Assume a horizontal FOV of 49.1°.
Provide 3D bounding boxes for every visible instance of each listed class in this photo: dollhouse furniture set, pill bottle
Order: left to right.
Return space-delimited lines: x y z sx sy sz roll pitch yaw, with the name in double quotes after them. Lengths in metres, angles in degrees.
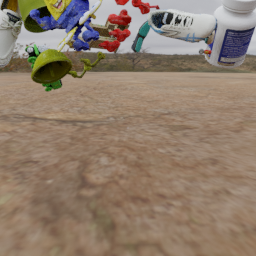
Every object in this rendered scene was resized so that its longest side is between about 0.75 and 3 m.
-0.959 -3.224 8.802 1.601 0.890 1.416 0 -24 -24 "dollhouse furniture set"
3.223 -3.071 8.674 1.298 2.169 1.298 0 49 0 "pill bottle"

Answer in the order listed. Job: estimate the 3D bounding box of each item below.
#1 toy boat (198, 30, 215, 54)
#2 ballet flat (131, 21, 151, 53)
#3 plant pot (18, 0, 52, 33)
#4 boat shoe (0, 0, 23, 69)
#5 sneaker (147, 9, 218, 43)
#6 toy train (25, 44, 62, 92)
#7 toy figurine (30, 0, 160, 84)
2.297 -2.530 8.167 0.364 0.783 0.658 10 1 12 "toy boat"
0.428 -3.325 10.149 0.432 1.183 0.432 23 9 -4 "ballet flat"
-2.652 -3.581 8.082 1.178 1.134 1.178 -26 -8 -4 "plant pot"
-3.574 -3.098 8.236 0.955 2.735 0.970 -8 -22 40 "boat shoe"
1.311 -2.669 7.205 0.745 0.739 2.055 6 14 -45 "sneaker"
-2.098 -1.501 7.203 0.562 0.416 1.992 -17 -15 -8 "toy train"
-0.992 -2.116 5.045 1.449 1.645 2.746 -22 -4 -44 "toy figurine"
